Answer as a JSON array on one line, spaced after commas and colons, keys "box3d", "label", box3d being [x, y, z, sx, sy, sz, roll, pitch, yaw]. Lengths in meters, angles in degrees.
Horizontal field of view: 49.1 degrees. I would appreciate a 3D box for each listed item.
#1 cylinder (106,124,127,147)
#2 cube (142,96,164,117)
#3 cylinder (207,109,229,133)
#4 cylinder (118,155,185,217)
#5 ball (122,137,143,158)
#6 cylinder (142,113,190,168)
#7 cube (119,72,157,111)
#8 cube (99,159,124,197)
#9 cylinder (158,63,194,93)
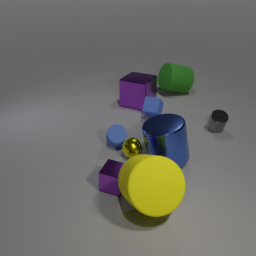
[{"box3d": [-0.429, 0.281, 10.206, 0.700, 0.700, 0.700, -5, -13, -9], "label": "cylinder"}, {"box3d": [1.108, -0.917, 12.354, 0.700, 0.700, 0.700, 9, -12, 21], "label": "cube"}, {"box3d": [3.609, -0.268, 11.278, 0.700, 0.700, 0.700, -1, 55, 1], "label": "cylinder"}, {"box3d": [0.543, 1.391, 7.113, 1.400, 1.400, 1.400, -6, -3, -12], "label": "cylinder"}, {"box3d": [0.155, 0.672, 9.526, 0.700, 0.700, 0.700, 0, 28, 0], "label": "ball"}, {"box3d": [1.253, 0.446, 9.211, 1.400, 1.400, 1.400, -11, 29, 6], "label": "cylinder"}, {"box3d": [0.506, -1.799, 13.601, 1.400, 1.400, 1.400, 13, 31, 23], "label": "cube"}, {"box3d": [-0.407, 1.452, 8.251, 0.700, 0.700, 0.700, 14, 34, 16], "label": "cube"}, {"box3d": [2.524, -2.633, 14.803, 1.400, 1.400, 1.400, 5, 24, -27], "label": "cylinder"}]
